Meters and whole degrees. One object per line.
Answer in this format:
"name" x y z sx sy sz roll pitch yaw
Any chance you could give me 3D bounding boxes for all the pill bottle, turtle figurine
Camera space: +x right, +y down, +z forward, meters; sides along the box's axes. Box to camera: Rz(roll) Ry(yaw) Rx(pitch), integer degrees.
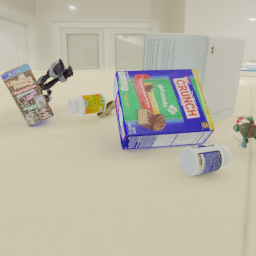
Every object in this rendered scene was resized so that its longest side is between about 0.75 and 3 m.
"pill bottle" 1.532 0.594 5.457 0.924 0.553 0.553 -5 15 -23
"pill bottle" -1.421 -0.809 9.710 1.197 0.665 0.665 -11 18 -28
"turtle figurine" 2.821 0.111 6.453 1.070 0.801 0.539 21 4 25

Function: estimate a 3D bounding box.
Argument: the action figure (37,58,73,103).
"action figure" -3.539 -1.797 11.638 2.611 1.699 0.906 -30 52 13

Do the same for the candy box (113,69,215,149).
"candy box" 0.847 -0.513 7.107 2.206 1.865 0.850 -3 -27 -14

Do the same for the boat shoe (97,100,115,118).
"boat shoe" -0.773 -0.652 10.619 0.400 0.362 1.121 -8 27 35

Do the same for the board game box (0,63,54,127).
"board game box" -3.335 -1.147 9.349 0.884 1.825 1.455 -27 22 -12

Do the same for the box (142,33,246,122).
"box" 2.301 -1.840 10.023 2.472 2.885 2.871 17 21 40
